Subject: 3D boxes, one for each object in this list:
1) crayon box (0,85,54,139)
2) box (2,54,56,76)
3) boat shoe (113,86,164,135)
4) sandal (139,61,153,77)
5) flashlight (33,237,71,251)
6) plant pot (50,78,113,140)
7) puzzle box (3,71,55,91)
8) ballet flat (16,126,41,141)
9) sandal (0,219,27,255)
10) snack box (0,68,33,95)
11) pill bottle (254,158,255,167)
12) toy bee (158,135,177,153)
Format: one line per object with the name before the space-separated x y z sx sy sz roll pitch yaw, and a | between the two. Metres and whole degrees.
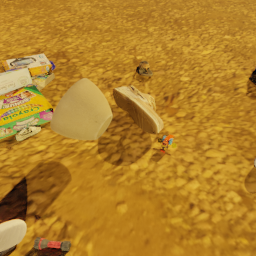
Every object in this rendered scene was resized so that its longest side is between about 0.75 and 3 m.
crayon box | -4.165 -0.653 10.468 2.222 0.648 1.917 -24 45 -26
box | -4.528 -2.864 12.905 2.233 0.463 1.329 -19 42 -21
boat shoe | 0.507 -0.849 10.373 1.020 1.087 2.948 -25 44 -19
sandal | 0.820 -2.922 13.447 0.638 0.429 1.587 -2 39 -2
flashlight | -1.778 2.747 6.588 0.825 0.280 0.279 4 38 6
plant pot | -1.218 -0.356 8.404 1.261 1.878 1.878 34 47 7
puzzle box | -4.714 -2.237 12.716 2.274 0.289 1.513 13 41 15
ballet flat | -3.465 0.133 9.789 0.326 0.301 0.966 29 47 31
sandal | -3.796 2.729 6.043 3.059 1.172 0.877 -21 41 -36
snack box | -5.356 -1.569 10.717 1.932 0.720 2.717 -2 23 27
pill bottle | 4.361 0.886 8.660 0.546 0.546 0.984 30 48 32
toy bee | 1.219 0.525 9.246 0.963 0.524 0.631 -1 22 -42
